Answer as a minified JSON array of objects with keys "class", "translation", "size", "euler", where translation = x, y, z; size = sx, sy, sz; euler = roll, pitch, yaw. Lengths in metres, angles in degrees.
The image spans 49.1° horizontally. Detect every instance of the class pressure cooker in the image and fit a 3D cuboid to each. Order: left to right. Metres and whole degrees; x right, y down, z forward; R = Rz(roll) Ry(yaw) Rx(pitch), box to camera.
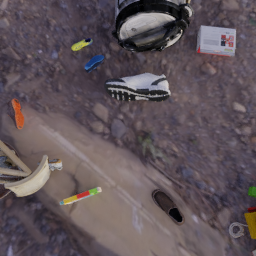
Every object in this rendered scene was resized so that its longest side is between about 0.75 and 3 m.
[{"class":"pressure cooker","translation":[0.837,-4.178,10.084],"size":[2.644,2.603,2.960],"euler":[4,75,-14]}]

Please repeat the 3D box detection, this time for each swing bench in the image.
[{"class":"swing bench","translation":[-3.527,1.225,8.423],"size":[2.067,2.056,1.341],"euler":[27,66,-1]}]

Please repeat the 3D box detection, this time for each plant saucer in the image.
[{"class":"plant saucer","translation":[-4.686,1.462,9.502],"size":[2.134,0.368,2.134],"euler":[2,70,-5]}]

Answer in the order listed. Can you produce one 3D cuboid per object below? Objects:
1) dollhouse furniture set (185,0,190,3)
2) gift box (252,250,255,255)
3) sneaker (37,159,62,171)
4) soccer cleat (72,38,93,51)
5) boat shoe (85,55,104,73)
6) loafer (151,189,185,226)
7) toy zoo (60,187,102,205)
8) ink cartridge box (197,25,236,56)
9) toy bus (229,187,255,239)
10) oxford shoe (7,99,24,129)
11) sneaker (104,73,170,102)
[{"class":"dollhouse furniture set","translation":[1.875,-4.818,10.991],"size":[0.852,1.200,0.951],"euler":[-44,80,-9]},{"class":"gift box","translation":[4.341,4.039,8.500],"size":[0.924,0.914,0.990],"euler":[-34,82,5]},{"class":"sneaker","translation":[-2.687,1.303,9.632],"size":[0.924,0.405,0.349],"euler":[-1,30,22]},{"class":"soccer cleat","translation":[-1.813,-3.312,10.971],"size":[0.877,0.367,0.284],"euler":[-22,75,-6]},{"class":"boat shoe","translation":[-1.309,-2.469,10.727],"size":[0.411,0.335,0.976],"euler":[40,60,21]},{"class":"loafer","translation":[1.364,2.568,9.191],"size":[0.522,0.507,1.429],"euler":[-44,78,-11]},{"class":"toy zoo","translation":[-1.543,2.227,9.091],"size":[1.369,0.898,0.140],"euler":[-19,77,-6]},{"class":"ink cartridge box","translation":[3.394,-3.238,10.842],"size":[1.352,0.567,1.187],"euler":[8,74,2]},{"class":"toy bus","translation":[4.699,2.914,8.760],"size":[2.093,1.146,2.218],"euler":[32,76,9]},{"class":"oxford shoe","translation":[-4.111,-0.454,10.173],"size":[0.437,0.427,1.198],"euler":[-24,68,11]},{"class":"sneaker","translation":[0.331,-1.553,10.321],"size":[2.406,0.887,0.963],"euler":[5,59,-2]}]
